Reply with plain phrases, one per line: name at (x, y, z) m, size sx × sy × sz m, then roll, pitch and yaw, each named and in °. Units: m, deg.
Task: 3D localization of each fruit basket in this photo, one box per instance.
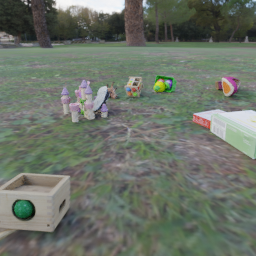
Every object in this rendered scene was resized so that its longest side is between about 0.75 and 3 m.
fruit basket at (1.652, -2.085, 13.404) m, size 1.153 × 0.832 × 1.153 m, roll 12°, pitch 6°, yaw -1°

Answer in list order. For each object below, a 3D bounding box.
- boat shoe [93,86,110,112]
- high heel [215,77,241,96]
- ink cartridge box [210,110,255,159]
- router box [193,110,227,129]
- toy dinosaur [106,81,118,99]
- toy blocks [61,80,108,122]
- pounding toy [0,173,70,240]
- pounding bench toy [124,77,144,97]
boat shoe at (-0.958, -0.959, 9.979) m, size 0.475 × 0.388 × 1.286 m, roll -12°, pitch 40°, yaw 23°
high heel at (4.913, -1.975, 12.873) m, size 1.230 × 0.864 × 2.564 m, roll -9°, pitch 6°, yaw 6°
ink cartridge box at (3.913, 0.043, 7.567) m, size 2.687 × 0.644 × 1.955 m, roll -7°, pitch 20°, yaw -14°
router box at (2.827, -0.273, 8.907) m, size 1.121 × 0.274 × 1.006 m, roll -10°, pitch 22°, yaw -25°
toy dinosaur at (-0.867, -1.601, 12.484) m, size 1.118 × 0.480 × 0.758 m, roll -3°, pitch 49°, yaw 52°
toy blocks at (-1.441, -1.065, 9.658) m, size 1.507 × 1.269 × 1.409 m, roll -10°, pitch 21°, yaw -25°
pounding toy at (-1.513, 1.231, 4.227) m, size 1.006 × 0.777 × 1.093 m, roll 2°, pitch 9°, yaw 5°
pounding bench toy at (0.311, -1.681, 12.512) m, size 0.595 × 0.958 × 0.747 m, roll 7°, pitch 52°, yaw 23°
